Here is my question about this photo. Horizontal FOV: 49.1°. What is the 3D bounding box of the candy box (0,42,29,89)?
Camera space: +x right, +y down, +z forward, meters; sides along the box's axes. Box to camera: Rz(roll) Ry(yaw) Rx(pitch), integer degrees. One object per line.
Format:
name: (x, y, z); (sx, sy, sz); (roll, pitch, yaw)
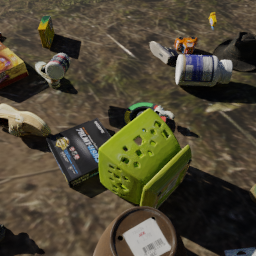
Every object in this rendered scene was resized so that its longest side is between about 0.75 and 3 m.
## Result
candy box: (-6.097, -2.979, 12.687); (1.736, 0.840, 2.976); (-35, 59, -27)

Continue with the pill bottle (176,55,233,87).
pill bottle: (3.187, -2.421, 11.892); (2.168, 1.298, 1.298); (3, 49, 2)

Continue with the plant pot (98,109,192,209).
plant pot: (0.559, 1.118, 8.289); (1.970, 2.171, 2.160); (39, 61, 24)

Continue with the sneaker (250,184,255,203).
sneaker: (5.113, 1.849, 8.256); (2.619, 1.176, 0.878); (7, 49, 6)

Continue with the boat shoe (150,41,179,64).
boat shoe: (1.758, -3.698, 13.555); (0.730, 0.588, 1.574); (-22, 60, -27)

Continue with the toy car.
toy car: (3.109, -4.323, 13.115); (1.144, 2.332, 0.776); (6, 60, -18)

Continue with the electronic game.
electronic game: (0.652, -0.388, 10.754); (1.676, 0.349, 1.676); (0, 49, 0)

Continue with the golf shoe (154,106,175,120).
golf shoe: (1.331, -0.488, 10.342); (0.797, 0.312, 0.387); (32, 51, 24)

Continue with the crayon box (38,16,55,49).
crayon box: (-4.132, -4.816, 14.152); (0.412, 1.030, 1.623); (-1, 48, 0)

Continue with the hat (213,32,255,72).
hat: (5.529, -3.888, 13.319); (2.719, 1.097, 2.719); (0, 50, -1)

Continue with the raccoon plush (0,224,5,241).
raccoon plush: (-3.765, 2.906, 7.531); (0.640, 0.887, 1.324); (-8, 49, -7)

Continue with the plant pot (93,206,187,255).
plant pot: (0.304, 2.955, 6.256); (2.574, 2.754, 2.574); (0, 49, 0)

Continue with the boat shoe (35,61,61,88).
boat shoe: (-3.574, -2.532, 12.424); (0.696, 0.637, 1.863); (-32, 56, -25)

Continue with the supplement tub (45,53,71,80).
supplement tub: (-2.609, -2.333, 10.555); (0.709, 0.709, 1.011); (6, 39, 5)

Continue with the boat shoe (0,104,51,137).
boat shoe: (-3.956, -0.097, 10.184); (2.577, 0.950, 0.891); (17, 53, 26)

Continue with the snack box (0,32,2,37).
snack box: (-7.303, -4.362, 14.282); (0.699, 0.236, 1.943); (14, 50, 11)

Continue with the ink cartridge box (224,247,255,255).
ink cartridge box: (3.055, 3.615, 7.380); (0.895, 0.195, 0.777); (-4, 48, -4)

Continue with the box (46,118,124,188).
box: (-1.490, 0.758, 9.675); (2.030, 0.508, 2.045); (-24, 54, -19)
